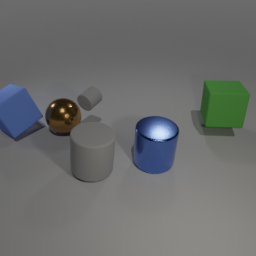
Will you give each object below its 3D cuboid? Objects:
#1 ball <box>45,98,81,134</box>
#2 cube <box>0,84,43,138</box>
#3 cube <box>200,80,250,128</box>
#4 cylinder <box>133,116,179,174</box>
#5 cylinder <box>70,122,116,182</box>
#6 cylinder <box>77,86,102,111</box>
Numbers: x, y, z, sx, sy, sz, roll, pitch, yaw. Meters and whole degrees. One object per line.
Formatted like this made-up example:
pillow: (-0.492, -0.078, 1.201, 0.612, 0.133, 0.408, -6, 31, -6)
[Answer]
ball: (-2.550, -0.480, 11.066, 1.400, 1.400, 1.400, 0, 32, 0)
cube: (-4.488, -0.696, 10.891, 1.400, 1.400, 1.400, 17, 51, 44)
cube: (3.661, -0.946, 10.796, 1.400, 1.400, 1.400, 2, 29, 4)
cylinder: (0.905, 0.544, 9.296, 1.400, 1.400, 1.400, 2, 36, -1)
cylinder: (-1.134, 0.741, 8.942, 1.400, 1.400, 1.400, 5, 33, -3)
cylinder: (-1.460, -1.127, 10.730, 0.700, 0.700, 0.700, 18, 44, 27)
